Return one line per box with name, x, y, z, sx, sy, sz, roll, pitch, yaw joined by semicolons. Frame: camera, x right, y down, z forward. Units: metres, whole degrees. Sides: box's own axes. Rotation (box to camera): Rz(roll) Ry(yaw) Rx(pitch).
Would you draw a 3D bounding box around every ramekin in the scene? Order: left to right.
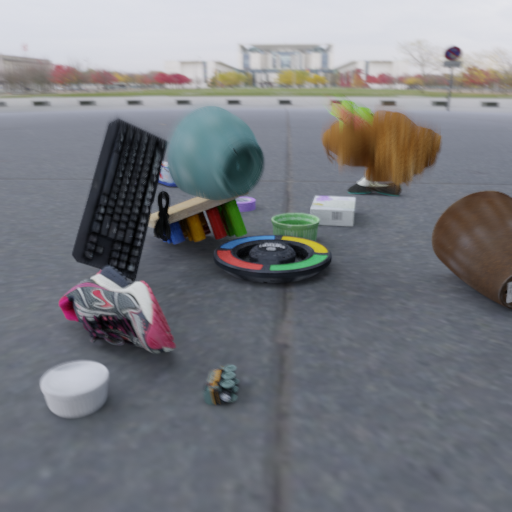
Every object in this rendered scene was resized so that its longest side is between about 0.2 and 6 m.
ramekin;-1.910;1.427;5.956;0.696;0.324;0.696;0;19;0
ramekin;0.799;-0.526;11.470;0.986;0.481;0.986;0;19;0

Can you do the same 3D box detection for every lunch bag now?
lunch bag;-2.228;-2.639;17.421;1.860;0.703;1.490;-15;22;-35

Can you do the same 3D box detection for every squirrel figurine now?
squirrel figurine;1.796;-1.639;8.153;1.498;1.136;1.605;3;14;-43

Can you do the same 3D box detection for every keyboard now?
keyboard;-2.028;-0.903;9.446;1.561;2.600;0.334;23;-23;-35

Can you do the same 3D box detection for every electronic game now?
electronic game;0.291;-0.012;10.018;2.108;0.439;2.108;0;19;0

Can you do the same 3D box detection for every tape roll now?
tape roll;-0.379;-1.303;14.163;0.717;0.235;0.717;0;19;0

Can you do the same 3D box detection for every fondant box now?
fondant box;1.818;-1.069;13.208;0.993;0.401;1.376;3;18;10

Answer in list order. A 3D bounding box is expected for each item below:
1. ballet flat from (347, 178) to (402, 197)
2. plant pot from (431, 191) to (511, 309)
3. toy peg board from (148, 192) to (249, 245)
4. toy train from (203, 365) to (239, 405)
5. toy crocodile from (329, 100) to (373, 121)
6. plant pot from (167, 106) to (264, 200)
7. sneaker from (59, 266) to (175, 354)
ballet flat;3.322;-1.987;15.736;1.506;0.515;0.512;4;21;14
plant pot;3.744;0.038;8.674;1.513;1.513;1.619;-2;35;-6
toy peg board;-1.150;-0.638;11.116;1.862;0.915;1.870;-23;11;-16
toy train;-0.386;1.411;6.158;0.345;0.258;0.605;-8;18;5
toy crocodile;1.963;-2.956;11.726;0.437;0.477;1.414;-3;28;-30
plant pot;-0.536;-1.598;9.348;1.577;1.577;1.056;-15;33;-38
sneaker;-1.763;0.810;7.133;0.834;0.900;2.233;-30;25;-28
